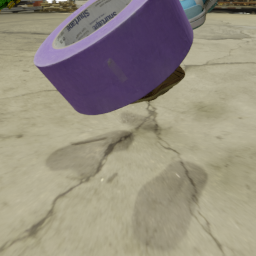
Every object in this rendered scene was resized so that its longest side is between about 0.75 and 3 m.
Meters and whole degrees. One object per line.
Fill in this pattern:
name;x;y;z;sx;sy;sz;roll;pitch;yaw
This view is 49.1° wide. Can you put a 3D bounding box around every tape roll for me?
tape roll;-0.174;-0.968;3.122;1.656;0.704;1.656;-25;35;19

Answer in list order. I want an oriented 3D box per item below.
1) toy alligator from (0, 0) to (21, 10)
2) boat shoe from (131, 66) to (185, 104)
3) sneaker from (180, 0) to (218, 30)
toy alligator;-3.083;-3.100;6.917;0.377;0.412;1.390;-15;36;52
boat shoe;0.190;-0.517;3.618;1.310;0.425;0.473;-25;73;-36
sneaker;1.124;-3.156;6.053;1.088;1.786;2.735;-2;35;31
